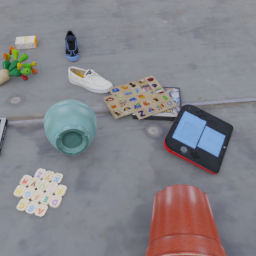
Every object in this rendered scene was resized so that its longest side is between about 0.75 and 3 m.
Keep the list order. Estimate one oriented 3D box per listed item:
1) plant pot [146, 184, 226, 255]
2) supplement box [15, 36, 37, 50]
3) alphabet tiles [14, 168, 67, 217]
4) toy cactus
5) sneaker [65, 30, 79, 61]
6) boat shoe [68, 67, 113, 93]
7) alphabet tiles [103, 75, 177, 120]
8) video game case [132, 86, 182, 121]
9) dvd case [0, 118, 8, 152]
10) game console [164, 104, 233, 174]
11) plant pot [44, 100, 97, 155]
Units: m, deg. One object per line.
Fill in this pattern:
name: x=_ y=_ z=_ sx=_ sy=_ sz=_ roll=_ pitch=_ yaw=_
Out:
plant pot: x=1.435 y=2.742 z=7.247 sx=2.112 sy=2.112 sz=2.054 roll=3 pitch=41 yaw=3
supplement box: x=-5.141 y=-4.321 z=14.169 sx=0.976 sy=0.359 sz=0.615 roll=-6 pitch=50 yaw=-5
alphabet tiles: x=-2.801 y=2.011 z=8.977 sx=1.571 sy=0.115 sz=1.537 roll=13 pitch=51 yaw=10
toy cactus: x=-5.137 y=-2.600 z=12.470 sx=2.229 sy=1.140 sz=1.839 roll=38 pitch=78 yaw=25
sneaker: x=-2.792 y=-4.039 z=13.697 sx=0.644 sy=0.715 sz=1.836 roll=-10 pitch=50 yaw=-9
boat shoe: x=-1.648 y=-2.143 z=12.074 sx=2.128 sy=0.743 sz=0.755 roll=22 pitch=53 yaw=18
alphabet tiles: x=0.376 y=-1.179 z=11.360 sx=2.501 sy=0.094 sz=2.090 roll=-20 pitch=52 yaw=-15
video game case: x=1.197 y=-1.045 z=11.471 sx=1.968 sy=0.251 sz=1.779 roll=3 pitch=49 yaw=2
dvd case: x=-5.741 y=0.401 z=10.227 sx=2.323 sy=0.287 sz=1.746 roll=-4 pitch=50 yaw=-3
game console: x=2.578 y=0.292 z=10.114 sx=2.111 sy=0.370 sz=2.387 roll=26 pitch=55 yaw=11
plant pot: x=-1.862 y=0.137 z=9.281 sx=1.808 sy=1.808 sz=1.212 roll=-10 pitch=35 yaw=-9
